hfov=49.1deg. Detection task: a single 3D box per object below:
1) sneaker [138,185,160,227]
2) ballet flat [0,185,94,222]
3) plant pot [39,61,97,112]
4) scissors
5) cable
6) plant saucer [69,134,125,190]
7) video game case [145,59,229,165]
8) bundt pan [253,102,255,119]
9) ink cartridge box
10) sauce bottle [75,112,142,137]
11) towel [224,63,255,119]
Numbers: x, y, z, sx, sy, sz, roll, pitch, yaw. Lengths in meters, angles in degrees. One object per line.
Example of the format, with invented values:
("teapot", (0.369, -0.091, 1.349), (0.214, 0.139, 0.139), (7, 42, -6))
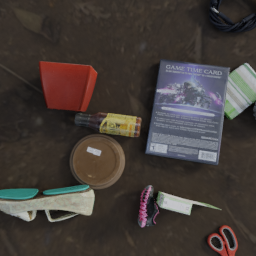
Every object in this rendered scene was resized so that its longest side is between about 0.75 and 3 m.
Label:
("sneaker", (0.625, 2.168, 7.742), (0.545, 0.452, 1.143), (10, 86, -12))
("ballet flat", (-2.341, 2.080, 7.474), (2.878, 0.971, 0.897), (-3, 91, 0))
("plant pot", (-1.661, -1.088, 7.807), (1.361, 1.360, 1.199), (6, 92, 1))
("scissors", (2.861, 3.736, 7.592), (0.770, 0.147, 2.105), (-22, 80, -5))
("cable", (3.432, -3.671, 8.570), (1.847, 0.469, 1.507), (-2, 81, -1))
("plant saucer", (-0.888, 0.942, 7.987), (1.604, 0.236, 1.604), (0, 81, 1))
("video game case", (1.723, -0.499, 8.103), (2.039, 0.271, 2.855), (9, 81, 6))
("bundt pan", (4.099, -0.479, 8.089), (1.043, 0.391, 1.043), (0, 86, -3))
("ink cartridge box", (1.541, 2.051, 7.384), (1.487, 1.082, 0.357), (16, 82, 2))
("sauce bottle", (-0.560, -0.124, 7.979), (1.858, 0.613, 0.613), (6, 81, 3))
("towel", (3.265, -1.093, 8.334), (1.506, 0.231, 1.124), (-37, 81, -3))
